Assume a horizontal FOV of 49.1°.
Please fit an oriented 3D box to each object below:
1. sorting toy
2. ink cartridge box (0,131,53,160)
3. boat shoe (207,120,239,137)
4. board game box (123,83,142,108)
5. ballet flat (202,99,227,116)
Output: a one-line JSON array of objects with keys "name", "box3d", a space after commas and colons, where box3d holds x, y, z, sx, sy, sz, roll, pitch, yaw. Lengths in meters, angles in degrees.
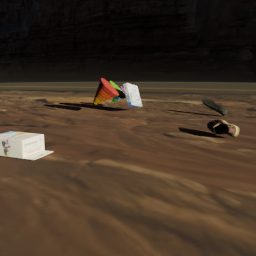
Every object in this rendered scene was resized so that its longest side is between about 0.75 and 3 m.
[{"name": "sorting toy", "box3d": [-0.769, -1.336, 11.729, 0.964, 0.958, 2.780, 47, 13, 7]}, {"name": "ink cartridge box", "box3d": [-2.114, 0.329, 5.553, 1.101, 0.374, 0.634, 4, 12, 21]}, {"name": "boat shoe", "box3d": [2.296, -0.013, 7.052, 0.380, 0.381, 1.057, 9, 10, -23]}, {"name": "board game box", "box3d": [0.197, -1.300, 11.284, 0.198, 0.909, 0.914, -17, -9, 29]}, {"name": "ballet flat", "box3d": [3.194, -0.776, 10.458, 0.359, 0.307, 1.081, -34, 50, -19]}]
